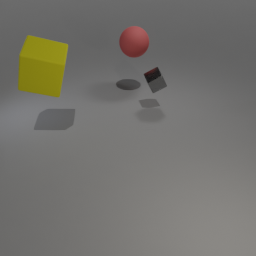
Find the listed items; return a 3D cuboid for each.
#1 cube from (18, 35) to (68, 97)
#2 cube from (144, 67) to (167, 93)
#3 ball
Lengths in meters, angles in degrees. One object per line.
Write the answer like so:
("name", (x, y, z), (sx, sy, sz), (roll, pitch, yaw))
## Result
("cube", (-2.912, -2.113, 9.658), (1.400, 1.400, 1.400), (9, 42, -15))
("cube", (1.195, -2.096, 12.262), (0.700, 0.700, 0.700), (-26, 47, 10))
("ball", (0.288, -4.004, 13.061), (1.400, 1.400, 1.400), (0, 32, 0))
